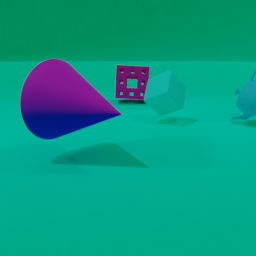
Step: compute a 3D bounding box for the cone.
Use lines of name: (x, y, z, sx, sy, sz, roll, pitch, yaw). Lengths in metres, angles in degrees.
cone: (-0.733, -0.364, 4.765, 1.486, 1.481, 1.481, 13, 19, 30)

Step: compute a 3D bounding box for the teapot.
teapot: (3.278, -0.804, 7.556, 0.801, 1.637, 1.018, 26, 30, 24)

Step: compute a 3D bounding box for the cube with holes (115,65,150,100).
cube with holes: (0.166, -1.795, 11.254, 1.255, 1.255, 1.255, 3, 6, 0)

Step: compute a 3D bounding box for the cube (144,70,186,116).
cube: (1.043, -0.956, 7.795, 0.803, 0.803, 0.803, -17, -43, 40)
